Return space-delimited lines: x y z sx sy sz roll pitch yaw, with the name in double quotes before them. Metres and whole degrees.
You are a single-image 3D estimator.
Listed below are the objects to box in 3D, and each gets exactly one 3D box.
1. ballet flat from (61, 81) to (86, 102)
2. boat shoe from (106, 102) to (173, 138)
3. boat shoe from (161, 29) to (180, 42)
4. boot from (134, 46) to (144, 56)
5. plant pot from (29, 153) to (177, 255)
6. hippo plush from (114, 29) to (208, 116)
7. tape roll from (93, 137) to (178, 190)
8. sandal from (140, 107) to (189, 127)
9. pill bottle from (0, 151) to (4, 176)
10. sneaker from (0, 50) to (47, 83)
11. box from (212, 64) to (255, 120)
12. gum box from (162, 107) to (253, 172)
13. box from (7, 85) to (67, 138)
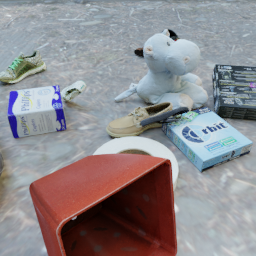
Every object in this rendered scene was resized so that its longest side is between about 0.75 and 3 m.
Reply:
"ballet flat" -1.867 -1.125 9.175 1.352 0.469 0.469 -23 17 44
"boat shoe" 0.353 -0.317 8.357 2.151 0.694 0.767 -17 41 -21
"boat shoe" 1.966 -3.746 12.762 0.944 0.809 2.581 -2 39 -5
"boot" 1.135 -3.603 12.903 1.270 0.438 1.362 25 40 26
"plant pot" -0.549 1.558 4.876 2.084 2.082 1.837 -24 27 -36
"hippo plush" 1.325 -1.991 9.181 2.902 2.334 2.312 19 42 23
"tape roll" 0.134 1.018 6.873 2.189 0.400 2.189 0 38 0
"sandal" 1.045 -0.247 7.818 1.569 0.597 0.336 -19 85 -25
"pill bottle" -3.834 0.561 6.561 1.502 1.502 2.828 -19 41 -23
"sneaker" -4.259 -2.485 10.953 0.834 0.961 2.169 26 45 30
"box" 4.174 -1.189 9.227 2.576 0.561 2.063 4 51 6
"gum box" 2.147 0.223 7.869 1.638 0.430 1.928 -16 40 -20
"box" -2.759 -0.543 8.550 1.560 0.819 1.435 -10 38 -12
